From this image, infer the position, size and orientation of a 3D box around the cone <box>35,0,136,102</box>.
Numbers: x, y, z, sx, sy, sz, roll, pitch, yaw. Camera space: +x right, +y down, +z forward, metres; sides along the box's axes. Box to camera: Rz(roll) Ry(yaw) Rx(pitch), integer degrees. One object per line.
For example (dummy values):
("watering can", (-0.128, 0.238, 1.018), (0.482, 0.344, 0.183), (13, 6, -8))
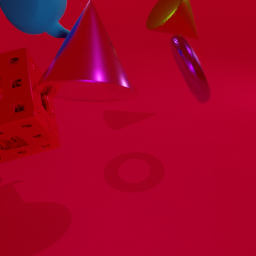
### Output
("cone", (-0.603, -1.261, 4.303), (1.483, 1.489, 1.483), (2, -5, 0))

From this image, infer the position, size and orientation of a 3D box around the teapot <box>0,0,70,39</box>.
("teapot", (-1.573, -2.258, 4.937), (1.231, 1.980, 0.969), (-31, 7, 35))

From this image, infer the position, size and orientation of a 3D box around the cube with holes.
("cube with holes", (-1.960, -0.292, 4.565), (1.240, 1.240, 1.240), (-15, 66, -2))

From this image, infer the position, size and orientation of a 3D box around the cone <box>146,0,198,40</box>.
("cone", (1.576, -3.027, 8.132), (1.498, 1.492, 1.492), (31, 15, -29))

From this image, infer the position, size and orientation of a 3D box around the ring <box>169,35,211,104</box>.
("ring", (1.284, -1.210, 5.815), (0.307, 1.535, 1.535), (-26, 27, 11))
